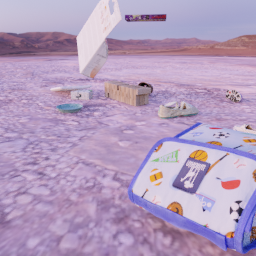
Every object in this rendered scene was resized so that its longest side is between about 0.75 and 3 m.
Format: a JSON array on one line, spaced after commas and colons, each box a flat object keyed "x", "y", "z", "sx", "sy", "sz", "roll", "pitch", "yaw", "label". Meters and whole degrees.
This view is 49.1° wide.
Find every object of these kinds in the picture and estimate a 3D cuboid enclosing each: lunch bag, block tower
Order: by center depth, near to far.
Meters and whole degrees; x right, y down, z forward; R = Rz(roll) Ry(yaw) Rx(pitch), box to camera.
[{"x": 1.449, "y": 0.856, "z": 4.658, "sx": 2.355, "sy": 1.458, "sz": 2.002, "roll": -25, "pitch": 26, "yaw": -39, "label": "lunch bag"}, {"x": -0.131, "y": -1.708, "z": 13.488, "sx": 0.786, "sy": 0.842, "sz": 2.911, "roll": -12, "pitch": 20, "yaw": -34, "label": "block tower"}]

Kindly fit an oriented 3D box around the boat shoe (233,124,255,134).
[{"x": 3.730, "y": 0.053, "z": 8.767, "sx": 0.386, "sy": 0.380, "sz": 1.088, "roll": -5, "pitch": 19, "yaw": -15, "label": "boat shoe"}]

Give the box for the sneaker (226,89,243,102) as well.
[{"x": 5.245, "y": -1.598, "z": 13.561, "sx": 0.598, "sy": 0.578, "sz": 1.434, "roll": 5, "pitch": 18, "yaw": -2, "label": "sneaker"}]

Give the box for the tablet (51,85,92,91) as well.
[{"x": -3.095, "y": -2.127, "z": 15.026, "sx": 1.689, "sy": 0.177, "sz": 2.596, "roll": -7, "pitch": 9, "yaw": -25, "label": "tablet"}]

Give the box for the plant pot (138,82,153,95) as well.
[{"x": 0.930, "y": -2.004, "z": 14.553, "sx": 0.788, "sy": 0.788, "sz": 0.780, "roll": 8, "pitch": 12, "yaw": 24, "label": "plant pot"}]

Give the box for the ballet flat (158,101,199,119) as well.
[{"x": 2.032, "y": -0.751, "z": 10.887, "sx": 1.887, "sy": 0.588, "sz": 0.636, "roll": -10, "pitch": 21, "yaw": -27, "label": "ballet flat"}]

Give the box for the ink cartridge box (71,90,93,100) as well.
[{"x": -2.304, "y": -1.673, "z": 14.000, "sx": 0.942, "sy": 0.391, "sz": 0.691, "roll": 3, "pitch": 19, "yaw": 11, "label": "ink cartridge box"}]

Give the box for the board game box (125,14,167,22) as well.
[{"x": 0.546, "y": -3.340, "z": 8.515, "sx": 1.225, "sy": 0.198, "sz": 0.735, "roll": 1, "pitch": 21, "yaw": 6, "label": "board game box"}]

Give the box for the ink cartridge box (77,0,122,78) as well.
[{"x": -0.530, "y": -1.947, "z": 5.712, "sx": 0.376, "sy": 1.499, "sz": 1.215, "roll": 18, "pitch": 47, "yaw": -36, "label": "ink cartridge box"}]

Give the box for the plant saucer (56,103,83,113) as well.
[{"x": -2.444, "y": -0.816, "z": 11.713, "sx": 1.105, "sy": 0.199, "sz": 1.105, "roll": 0, "pitch": 17, "yaw": 0, "label": "plant saucer"}]
